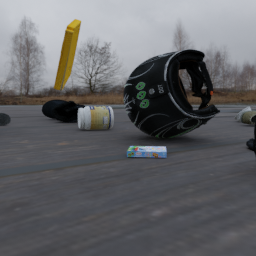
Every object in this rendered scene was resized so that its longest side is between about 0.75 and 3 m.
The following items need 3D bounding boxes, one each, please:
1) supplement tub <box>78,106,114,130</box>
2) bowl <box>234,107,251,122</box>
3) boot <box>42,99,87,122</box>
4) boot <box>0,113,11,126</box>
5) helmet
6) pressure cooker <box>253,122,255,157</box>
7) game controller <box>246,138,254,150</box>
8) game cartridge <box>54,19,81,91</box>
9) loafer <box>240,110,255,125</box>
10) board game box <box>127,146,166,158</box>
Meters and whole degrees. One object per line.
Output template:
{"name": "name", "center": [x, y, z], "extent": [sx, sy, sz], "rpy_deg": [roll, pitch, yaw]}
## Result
{"name": "supplement tub", "center": [-1.269, -0.387, 10.905], "extent": [1.277, 0.922, 0.922], "rpy_deg": [-2, 6, -18]}
{"name": "bowl", "center": [6.024, -0.620, 14.428], "extent": [0.964, 0.433, 0.964], "rpy_deg": [-28, -24, -14]}
{"name": "boot", "center": [-3.591, -0.961, 15.021], "extent": [2.993, 1.143, 2.515], "rpy_deg": [7, 3, 6]}
{"name": "boot", "center": [-6.471, -0.374, 12.790], "extent": [1.768, 0.580, 1.458], "rpy_deg": [-1, 2, 40]}
{"name": "helmet", "center": [1.186, -0.941, 8.499], "extent": [2.735, 2.735, 2.607], "rpy_deg": [-4, -9, -31]}
{"name": "pressure cooker", "center": [2.766, 0.213, 4.450], "extent": [1.221, 1.091, 1.074], "rpy_deg": [0, 3, 4]}
{"name": "game controller", "center": [3.529, 0.434, 6.713], "extent": [1.242, 0.262, 0.648], "rpy_deg": [0, 21, 6]}
{"name": "game cartridge", "center": [-2.708, -3.359, 12.635], "extent": [0.445, 2.743, 2.418], "rpy_deg": [13, 27, -8]}
{"name": "loafer", "center": [6.169, -0.417, 12.379], "extent": [2.214, 0.832, 0.771], "rpy_deg": [-6, 16, -1]}
{"name": "board game box", "center": [0.418, 0.513, 6.072], "extent": [0.818, 0.150, 0.619], "rpy_deg": [1, 6, 6]}
